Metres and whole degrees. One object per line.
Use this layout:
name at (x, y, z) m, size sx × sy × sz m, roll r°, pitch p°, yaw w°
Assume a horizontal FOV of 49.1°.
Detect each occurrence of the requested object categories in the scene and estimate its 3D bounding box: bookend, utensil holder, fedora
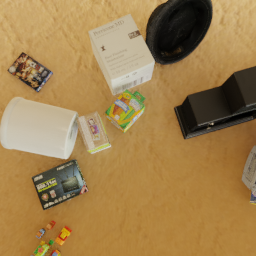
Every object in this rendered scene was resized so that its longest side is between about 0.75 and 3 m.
bookend at (3.316, -0.830, 9.312) m, size 2.881 × 2.899 × 1.335 m, roll -16°, pitch 79°, yaw -4°
utensil holder at (-2.966, 0.035, 9.724) m, size 2.148 × 1.825 × 1.825 m, roll 12°, pitch 79°, yaw -1°
fedora at (1.661, -3.886, 10.435) m, size 2.936 × 2.936 × 1.341 m, roll -33°, pitch 51°, yaw -6°

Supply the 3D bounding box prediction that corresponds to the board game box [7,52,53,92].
board game box at (-3.806, -2.181, 10.917) m, size 1.447 × 0.250 × 0.980 m, roll 34°, pitch 80°, yaw 6°

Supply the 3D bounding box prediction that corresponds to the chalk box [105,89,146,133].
chalk box at (0.008, -0.716, 10.280) m, size 0.944 × 0.938 × 1.513 m, roll 40°, pitch 82°, yaw 7°

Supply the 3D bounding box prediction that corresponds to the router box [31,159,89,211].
router box at (-2.399, 1.998, 9.956) m, size 1.674 × 0.520 × 1.254 m, roll -23°, pitch 80°, yaw -4°

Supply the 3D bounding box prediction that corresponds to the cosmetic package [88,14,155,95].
cosmetic package at (-0.236, -2.618, 10.274) m, size 1.673 × 1.674 × 2.029 m, roll -25°, pitch 80°, yaw -5°

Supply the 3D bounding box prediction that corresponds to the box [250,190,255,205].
box at (4.851, 1.812, 9.919) m, size 0.605 × 0.659 × 1.882 m, roll 12°, pitch 79°, yaw 2°

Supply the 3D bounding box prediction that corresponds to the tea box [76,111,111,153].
tea box at (-1.201, 0.182, 9.974) m, size 0.805 × 1.186 × 1.206 m, roll -20°, pitch 79°, yaw -3°

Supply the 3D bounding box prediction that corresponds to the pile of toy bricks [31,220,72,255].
pile of toy bricks at (-2.808, 4.069, 9.326) m, size 1.070 × 0.952 × 1.929 m, roll 34°, pitch 81°, yaw 6°

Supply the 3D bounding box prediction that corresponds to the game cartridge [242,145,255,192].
game cartridge at (4.403, 1.366, 9.723) m, size 0.293 × 0.938 × 1.409 m, roll 13°, pitch 106°, yaw 0°
